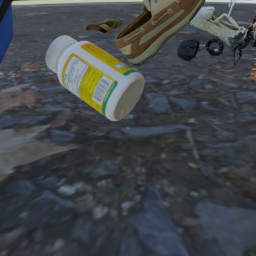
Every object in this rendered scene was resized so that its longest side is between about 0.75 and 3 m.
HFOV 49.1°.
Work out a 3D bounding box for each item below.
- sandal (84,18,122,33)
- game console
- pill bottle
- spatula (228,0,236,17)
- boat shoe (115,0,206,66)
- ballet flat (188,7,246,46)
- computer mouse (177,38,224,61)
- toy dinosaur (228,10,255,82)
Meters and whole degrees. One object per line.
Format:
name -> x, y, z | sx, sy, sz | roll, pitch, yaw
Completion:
sandal -> -0.828, -3.396, 9.455 | 1.296, 0.350, 0.521 | -8, -14, -4
game console -> -3.368, -2.145, 6.007 | 1.323, 1.908, 2.235 | -22, 48, 36
pill bottle -> -0.885, -1.329, 7.050 | 2.379, 1.341, 1.341 | 35, 42, 17
spatula -> 2.645, -3.317, 7.016 | 0.086, 0.748, 1.076 | 2, -4, 11
boat shoe -> 0.748, -2.593, 6.339 | 0.948, 2.567, 0.971 | 37, 13, -32
ballet flat -> 2.901, -3.603, 9.420 | 2.385, 0.856, 0.856 | 26, 31, -5
computer mouse -> 2.395, -2.775, 9.750 | 0.433, 0.747, 2.547 | 18, 4, -23
toy dinosaur -> 2.838, -1.992, 5.898 | 1.120, 1.488, 2.192 | 42, 75, 9
